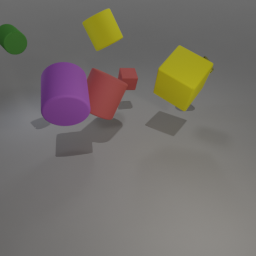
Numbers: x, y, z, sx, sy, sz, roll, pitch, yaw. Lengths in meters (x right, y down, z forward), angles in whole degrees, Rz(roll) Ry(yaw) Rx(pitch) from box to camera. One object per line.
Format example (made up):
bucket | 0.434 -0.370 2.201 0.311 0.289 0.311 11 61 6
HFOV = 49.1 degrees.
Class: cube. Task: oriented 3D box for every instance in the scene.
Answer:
cube | -0.019 -2.145 12.290 0.700 0.700 0.700 -3 51 -14
cube | 1.918 -1.747 9.953 1.400 1.400 1.400 33 65 14

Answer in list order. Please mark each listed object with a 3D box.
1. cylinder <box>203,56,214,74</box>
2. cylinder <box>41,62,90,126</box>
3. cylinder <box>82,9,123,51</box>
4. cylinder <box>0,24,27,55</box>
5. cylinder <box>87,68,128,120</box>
cylinder | 3.006 -2.432 11.378 0.700 0.700 0.700 -30 17 31
cylinder | -1.899 -1.007 8.453 1.400 1.400 1.400 -6 55 -9
cylinder | -1.143 -4.454 12.765 1.400 1.400 1.400 -25 18 9
cylinder | -3.494 -2.656 8.387 0.700 0.700 0.700 -23 48 -33
cylinder | -0.917 -1.210 9.980 1.400 1.400 1.400 25 11 -5
